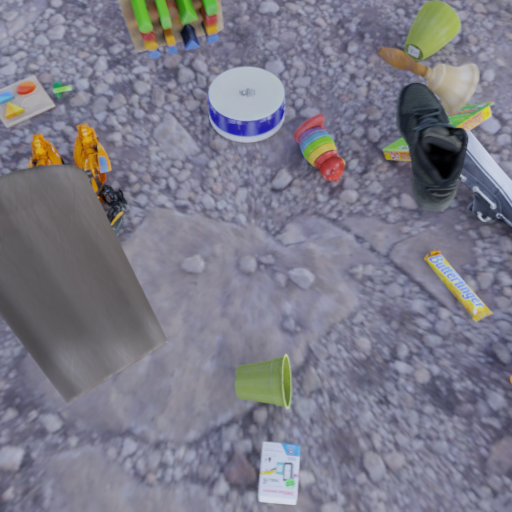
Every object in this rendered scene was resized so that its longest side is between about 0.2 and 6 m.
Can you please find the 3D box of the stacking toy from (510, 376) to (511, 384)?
[{"bbox_3d":[5.010,2.313,9.319,1.491,0.818,0.866,22,67,28],"label":"stacking toy"}]

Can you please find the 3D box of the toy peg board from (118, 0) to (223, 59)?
[{"bbox_3d":[-1.531,-4.501,10.794,1.902,1.894,0.930,-16,74,-4],"label":"toy peg board"}]

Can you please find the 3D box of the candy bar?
[{"bbox_3d":[3.795,0.541,10.625,0.405,0.180,1.625,-25,63,-15],"label":"candy bar"}]

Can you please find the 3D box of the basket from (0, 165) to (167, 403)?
[{"bbox_3d":[-2.499,0.406,7.411,1.814,2.404,2.667,-33,86,16],"label":"basket"}]

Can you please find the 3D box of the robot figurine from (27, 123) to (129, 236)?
[{"bbox_3d":[-3.749,-1.364,11.399,2.017,0.810,2.782,-16,60,-8],"label":"robot figurine"}]

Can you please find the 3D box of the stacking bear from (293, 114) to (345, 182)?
[{"bbox_3d":[1.427,-2.208,11.991,0.759,0.811,1.335,-29,71,1],"label":"stacking bear"}]

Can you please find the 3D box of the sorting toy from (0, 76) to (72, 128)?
[{"bbox_3d":[-5.306,-3.807,13.195,1.767,0.260,1.306,-31,64,-17],"label":"sorting toy"}]

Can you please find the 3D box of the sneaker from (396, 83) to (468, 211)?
[{"bbox_3d":[3.111,-2.217,9.876,0.974,1.459,2.547,-2,68,3],"label":"sneaker"}]

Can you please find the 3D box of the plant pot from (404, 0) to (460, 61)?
[{"bbox_3d":[4.205,-5.417,13.799,1.114,1.114,1.190,35,79,19],"label":"plant pot"}]

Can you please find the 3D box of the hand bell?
[{"bbox_3d":[3.187,-3.573,10.764,1.906,0.992,0.992,18,57,-18],"label":"hand bell"}]

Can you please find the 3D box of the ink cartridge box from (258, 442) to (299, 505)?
[{"bbox_3d":[0.357,3.373,8.670,0.586,0.584,0.799,4,59,4],"label":"ink cartridge box"}]

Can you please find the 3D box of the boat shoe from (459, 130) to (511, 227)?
[{"bbox_3d":[4.713,-1.136,11.209,0.968,1.025,2.857,-39,80,20],"label":"boat shoe"}]

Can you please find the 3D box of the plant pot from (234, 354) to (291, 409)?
[{"bbox_3d":[0.105,2.106,9.363,0.848,0.893,0.893,-4,58,11],"label":"plant pot"}]

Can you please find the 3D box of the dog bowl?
[{"bbox_3d":[-0.215,-3.456,12.735,1.748,0.688,1.748,0,58,0],"label":"dog bowl"}]

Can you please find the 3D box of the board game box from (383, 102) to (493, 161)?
[{"bbox_3d":[3.987,-2.719,12.158,2.351,0.352,1.123,-35,25,-17],"label":"board game box"}]
